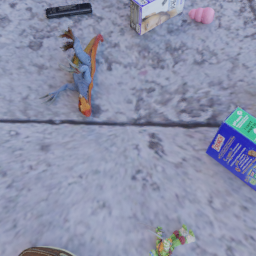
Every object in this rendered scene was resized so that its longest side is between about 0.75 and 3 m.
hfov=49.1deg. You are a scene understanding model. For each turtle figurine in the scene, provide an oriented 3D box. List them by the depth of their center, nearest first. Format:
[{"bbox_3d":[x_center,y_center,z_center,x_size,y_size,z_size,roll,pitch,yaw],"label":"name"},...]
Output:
[{"bbox_3d":[0.819,2.223,5.831,0.972,0.721,1.002,-17,64,-14],"label":"turtle figurine"}]

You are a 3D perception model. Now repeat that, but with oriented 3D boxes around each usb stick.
[{"bbox_3d":[-2.054,-4.117,9.825,1.622,0.264,0.450,-10,66,-6],"label":"usb stick"}]

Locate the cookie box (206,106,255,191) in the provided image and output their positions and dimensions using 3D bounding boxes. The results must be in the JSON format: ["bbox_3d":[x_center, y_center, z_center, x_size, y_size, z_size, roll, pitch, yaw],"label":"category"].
[{"bbox_3d":[2.800,0.562,6.377,1.698,1.453,0.638,40,64,20],"label":"cookie box"}]

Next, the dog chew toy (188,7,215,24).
[{"bbox_3d":[2.491,-3.851,9.549,0.848,0.528,0.528,14,60,16],"label":"dog chew toy"}]

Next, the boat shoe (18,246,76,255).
[{"bbox_3d":[-1.095,2.880,5.320,2.454,0.908,0.906,17,61,10],"label":"boat shoe"}]

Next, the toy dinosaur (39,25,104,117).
[{"bbox_3d":[-1.193,-1.572,7.844,2.736,1.437,2.483,-24,80,-25],"label":"toy dinosaur"}]

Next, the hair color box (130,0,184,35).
[{"bbox_3d":[1.007,-4.066,9.305,1.996,1.091,0.647,-34,65,-18],"label":"hair color box"}]
